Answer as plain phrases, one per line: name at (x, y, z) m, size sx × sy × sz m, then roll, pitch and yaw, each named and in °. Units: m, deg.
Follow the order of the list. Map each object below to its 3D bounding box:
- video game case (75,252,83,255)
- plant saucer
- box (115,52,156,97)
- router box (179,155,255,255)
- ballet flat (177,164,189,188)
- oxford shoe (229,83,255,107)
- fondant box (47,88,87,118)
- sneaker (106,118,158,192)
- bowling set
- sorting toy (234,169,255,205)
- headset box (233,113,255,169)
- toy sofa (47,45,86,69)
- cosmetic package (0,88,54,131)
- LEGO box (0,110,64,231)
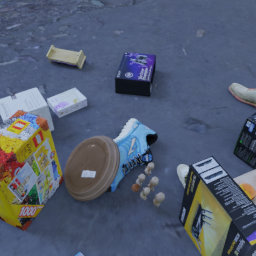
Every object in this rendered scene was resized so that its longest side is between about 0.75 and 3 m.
video game case at (-1.066, 4.139, 6.354) m, size 1.525 × 0.190 × 2.131 m, roll -33°, pitch 53°, yaw -30°
plant saucer at (-1.181, 1.146, 8.539) m, size 2.129 × 0.314 × 2.129 m, roll -19°, pitch 53°, yaw 27°
box at (0.377, -2.486, 12.751) m, size 1.576 × 0.880 × 2.232 m, roll 5°, pitch 44°, yaw 9°
router box at (2.110, 2.251, 6.578) m, size 0.676 × 2.587 × 2.034 m, roll -19°, pitch 46°, yaw -16°
ballet flat at (1.951, 1.659, 8.670) m, size 0.581 × 0.581 × 1.672 m, roll -7°, pitch 44°, yaw -7°
oxford shoe at (5.254, -1.411, 11.641) m, size 0.794 × 0.828 × 2.243 m, roll -31°, pitch 52°, yaw -28°
fondant box at (-2.507, -1.072, 11.611) m, size 1.339 × 0.390 × 0.966 m, roll -29°, pitch 51°, yaw -25°
sneaker at (0.123, 0.845, 9.101) m, size 1.346 × 1.173 × 2.993 m, roll 20°, pitch 48°, yaw 15°
bowling set at (0.450, 1.658, 8.058) m, size 0.868 × 0.670 × 1.248 m, roll -4°, pitch 59°, yaw -17°
sorting toy at (4.079, 2.078, 8.367) m, size 1.822 × 0.359 × 1.969 m, roll -17°, pitch 46°, yaw -17°
headset box at (4.712, 0.127, 9.398) m, size 1.979 × 1.723 × 0.918 m, roll -27°, pitch 50°, yaw -25°
toy sofa at (-3.039, -3.464, 13.961) m, size 1.786 × 0.871 × 0.740 m, roll 14°, pitch 71°, yaw 14°
cosmetic package at (-3.768, -0.447, 10.314) m, size 1.551 × 1.280 × 1.279 m, roll -23°, pitch 49°, yaw -22°
LEGO box at (-2.908, 1.187, 7.640) m, size 1.024 × 2.653 × 1.976 m, roll 18°, pitch 47°, yaw 18°
